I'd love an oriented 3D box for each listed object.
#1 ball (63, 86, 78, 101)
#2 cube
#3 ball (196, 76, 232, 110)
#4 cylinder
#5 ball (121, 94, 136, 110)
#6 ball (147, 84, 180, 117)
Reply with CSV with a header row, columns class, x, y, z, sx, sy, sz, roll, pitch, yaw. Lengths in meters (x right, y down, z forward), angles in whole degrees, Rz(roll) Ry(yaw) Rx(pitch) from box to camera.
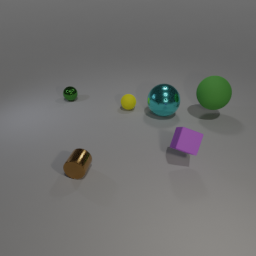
class,x,y,z,sx,sy,sz,roll,pitch,yaw
ball,-2.762,-1.648,13.419,0.700,0.700,0.700,0,30,0
cube,1.819,0.401,8.765,0.700,0.700,0.700,20,-3,-7
ball,3.519,-1.439,11.488,1.400,1.400,1.400,0,30,0
cylinder,-1.547,1.102,8.667,0.700,0.700,0.700,6,31,11
ball,0.021,-1.173,12.546,0.700,0.700,0.700,0,30,0
ball,1.512,-1.175,11.865,1.400,1.400,1.400,0,30,0
